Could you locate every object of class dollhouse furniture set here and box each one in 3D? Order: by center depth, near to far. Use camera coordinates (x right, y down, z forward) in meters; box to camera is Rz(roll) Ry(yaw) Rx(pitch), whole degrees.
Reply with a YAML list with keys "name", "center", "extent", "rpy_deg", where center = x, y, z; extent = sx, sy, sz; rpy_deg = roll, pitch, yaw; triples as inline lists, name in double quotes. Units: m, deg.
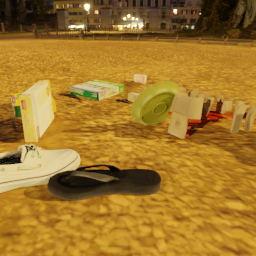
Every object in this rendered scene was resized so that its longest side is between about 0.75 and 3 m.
- name: "dollhouse furniture set"
  center: [2.923, -0.515, 10.929]
  extent: [2.909, 1.515, 2.941]
  rpy_deg: [-4, 21, -39]

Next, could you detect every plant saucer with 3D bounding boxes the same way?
- name: "plant saucer"
  center: [1.137, -0.814, 10.547]
  extent: [2.098, 2.098, 0.326]
  rpy_deg: [-10, 48, -22]

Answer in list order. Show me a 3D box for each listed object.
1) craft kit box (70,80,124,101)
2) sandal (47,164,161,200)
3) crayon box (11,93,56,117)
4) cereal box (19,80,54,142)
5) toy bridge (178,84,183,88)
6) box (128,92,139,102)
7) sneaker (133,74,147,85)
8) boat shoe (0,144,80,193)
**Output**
- name: "craft kit box"
  center: [-1.693, -2.131, 15.419]
  extent: [2.133, 0.518, 2.107]
  rpy_deg: [17, 31, 34]
- name: "sandal"
  center: [-0.600, 1.243, 7.227]
  extent: [2.889, 0.619, 1.098]
  rpy_deg: [-3, 23, -6]
- name: "crayon box"
  center: [-4.399, -1.157, 12.941]
  extent: [1.737, 0.587, 2.013]
  rpy_deg: [-9, 24, -23]
- name: "cereal box"
  center: [-3.343, -0.709, 10.466]
  extent: [0.467, 1.700, 2.363]
  rpy_deg: [1, 22, 1]
- name: "toy bridge"
  center: [2.839, -2.140, 15.725]
  extent: [0.573, 0.232, 1.705]
  rpy_deg: [-1, 23, 5]
- name: "box"
  center: [0.421, -1.512, 14.035]
  extent: [0.850, 0.404, 0.330]
  rpy_deg: [16, 28, 36]
- name: "sneaker"
  center: [0.731, -3.028, 17.396]
  extent: [0.788, 0.568, 1.508]
  rpy_deg: [1, 17, -3]
- name: "boat shoe"
  center: [-2.658, 0.943, 7.451]
  extent: [2.973, 0.993, 1.093]
  rpy_deg: [-16, 28, -34]
